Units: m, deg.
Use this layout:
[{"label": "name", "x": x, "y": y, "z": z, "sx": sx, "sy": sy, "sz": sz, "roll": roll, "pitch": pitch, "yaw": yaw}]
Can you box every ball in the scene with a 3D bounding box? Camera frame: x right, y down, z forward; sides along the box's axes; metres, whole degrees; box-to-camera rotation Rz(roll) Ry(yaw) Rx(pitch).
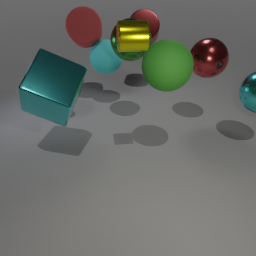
[{"label": "ball", "x": 4.367, "y": -1.172, "z": 9.158, "sx": 1.400, "sy": 1.400, "sz": 1.400, "roll": 0, "pitch": 30, "yaw": 0}, {"label": "ball", "x": 0.100, "y": -2.993, "z": 9.527, "sx": 1.400, "sy": 1.400, "sz": 1.400, "roll": 0, "pitch": 30, "yaw": 0}, {"label": "ball", "x": 1.075, "y": -1.701, "z": 7.659, "sx": 1.400, "sy": 1.400, "sz": 1.400, "roll": 0, "pitch": 30, "yaw": 0}, {"label": "ball", "x": 2.883, "y": -2.504, "z": 10.045, "sx": 1.400, "sy": 1.400, "sz": 1.400, "roll": 0, "pitch": 30, "yaw": 0}, {"label": "ball", "x": -0.914, "y": -2.973, "z": 11.742, "sx": 1.400, "sy": 1.400, "sz": 1.400, "roll": 0, "pitch": 30, "yaw": 0}]

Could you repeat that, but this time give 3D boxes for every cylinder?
[{"label": "cylinder", "x": 0.106, "y": -2.145, "z": 6.551, "sx": 0.700, "sy": 0.700, "sz": 0.700, "roll": -3, "pitch": 30, "yaw": -7}, {"label": "cylinder", "x": -1.761, "y": -4.058, "z": 11.415, "sx": 1.400, "sy": 1.400, "sz": 1.400, "roll": -3, "pitch": 10, "yaw": -4}, {"label": "cylinder", "x": 0.732, "y": -4.577, "z": 12.993, "sx": 1.400, "sy": 1.400, "sz": 1.400, "roll": 2, "pitch": 3, "yaw": 3}]

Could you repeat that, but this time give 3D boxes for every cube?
[{"label": "cube", "x": -2.145, "y": -1.110, "z": 8.049, "sx": 1.400, "sy": 1.400, "sz": 1.400, "roll": 22, "pitch": 64, "yaw": -9}]
